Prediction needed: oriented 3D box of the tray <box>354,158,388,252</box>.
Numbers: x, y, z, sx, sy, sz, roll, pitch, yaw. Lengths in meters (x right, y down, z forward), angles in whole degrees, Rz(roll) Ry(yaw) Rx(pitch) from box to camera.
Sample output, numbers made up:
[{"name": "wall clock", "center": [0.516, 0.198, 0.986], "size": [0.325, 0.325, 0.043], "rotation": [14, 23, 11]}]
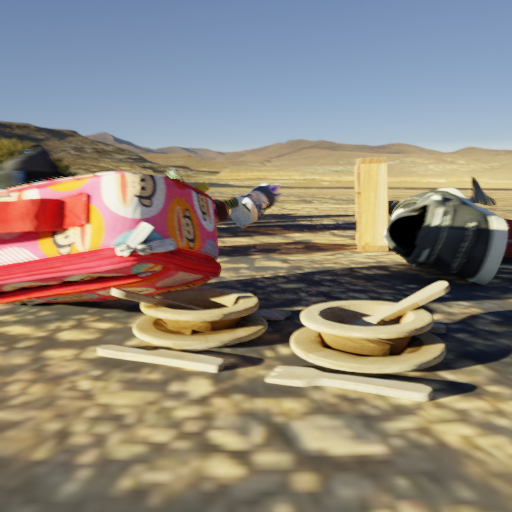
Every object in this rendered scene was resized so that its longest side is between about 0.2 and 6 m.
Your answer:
[{"name": "tray", "center": [2.278, -1.082, 10.906], "size": [0.591, 1.574, 3.191], "rotation": [0, 8, 14]}]

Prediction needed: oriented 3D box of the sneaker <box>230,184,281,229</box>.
[{"name": "sneaker", "center": [0.052, -1.319, 12.765], "size": [1.279, 0.704, 1.747], "rotation": [-45, -1, -12]}]

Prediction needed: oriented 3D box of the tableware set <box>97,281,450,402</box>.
[{"name": "tableware set", "center": [0.179, 0.451, 4.442], "size": [2.529, 0.507, 1.672], "rotation": [3, 9, 21]}]

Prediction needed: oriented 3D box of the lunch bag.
[{"name": "lunch bag", "center": [-1.637, -0.117, 4.896], "size": [2.382, 0.976, 2.098], "rotation": [-8, -8, 15]}]

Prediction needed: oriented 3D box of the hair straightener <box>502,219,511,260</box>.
[{"name": "hair straightener", "center": [4.656, -0.335, 8.962], "size": [3.418, 0.699, 1.315], "rotation": [-1, 9, -5]}]

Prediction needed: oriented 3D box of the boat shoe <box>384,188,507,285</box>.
[{"name": "boat shoe", "center": [2.334, -0.430, 7.887], "size": [1.077, 1.144, 3.186], "rotation": [9, 10, -2]}]

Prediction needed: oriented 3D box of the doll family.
[{"name": "doll family", "center": [-1.639, -0.564, 8.719], "size": [2.733, 1.072, 1.579], "rotation": [-30, 14, -13]}]

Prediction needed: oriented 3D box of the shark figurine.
[{"name": "shark figurine", "center": [3.632, -0.744, 11.140], "size": [2.017, 0.842, 1.205], "rotation": [-9, -35, 12]}]

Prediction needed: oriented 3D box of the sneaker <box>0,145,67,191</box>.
[{"name": "sneaker", "center": [-3.754, -1.343, 11.085], "size": [1.178, 1.804, 3.224], "rotation": [-23, -1, 25]}]
